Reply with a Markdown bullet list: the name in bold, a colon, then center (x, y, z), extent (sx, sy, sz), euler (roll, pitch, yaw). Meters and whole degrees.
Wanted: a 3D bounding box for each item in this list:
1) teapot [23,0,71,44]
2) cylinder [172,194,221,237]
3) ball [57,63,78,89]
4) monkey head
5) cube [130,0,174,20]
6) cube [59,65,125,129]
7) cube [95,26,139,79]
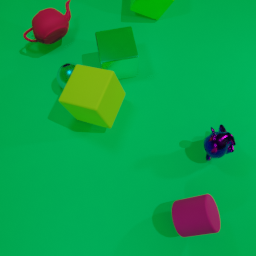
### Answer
- **teapot**: center (-2.528, -3.409, 9.107), extent (1.962, 1.220, 0.961), euler (-33, 91, 1)
- **cylinder**: center (1.780, 2.296, 7.327), extent (0.960, 0.960, 0.960), euler (-21, 68, 28)
- **ball**: center (-1.819, -1.631, 8.978), extent (0.913, 0.913, 0.913), euler (0, 70, 0)
- **monkey head**: center (2.577, 0.362, 8.132), extent (0.835, 1.385, 0.997), euler (-8, 45, 0)
- **cube**: center (0.850, -4.734, 9.774), extent (1.158, 1.158, 1.158), euler (12, 70, -21)
- **cube**: center (-1.017, -0.924, 8.349), extent (1.278, 1.278, 1.278), euler (15, 72, 22)
- **cube**: center (-0.352, -2.383, 9.123), extent (1.181, 1.181, 1.181), euler (-11, 71, -4)
